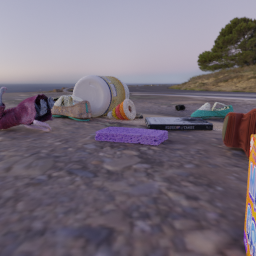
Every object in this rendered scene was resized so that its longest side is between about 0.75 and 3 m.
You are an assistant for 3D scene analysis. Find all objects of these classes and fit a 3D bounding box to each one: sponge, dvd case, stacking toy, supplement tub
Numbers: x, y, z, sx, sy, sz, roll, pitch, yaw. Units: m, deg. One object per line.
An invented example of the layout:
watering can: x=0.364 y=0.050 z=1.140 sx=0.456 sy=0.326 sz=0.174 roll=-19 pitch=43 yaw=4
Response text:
sponge: x=0.106 y=0.193 z=7.523 sx=1.748 sy=0.261 sz=0.975 roll=3 pitch=10 yaw=22
dvd case: x=1.681 y=-0.157 z=9.701 sx=2.076 sy=0.257 sz=1.560 roll=0 pitch=9 yaw=-1
stacking toy: x=-0.366 y=-0.661 z=11.797 sx=1.229 sy=0.898 sz=0.898 roll=-14 pitch=1 yaw=29
supplement tub: x=-1.165 y=-1.551 z=13.302 sx=1.870 sy=1.870 sz=2.589 roll=4 pitch=10 yaw=24

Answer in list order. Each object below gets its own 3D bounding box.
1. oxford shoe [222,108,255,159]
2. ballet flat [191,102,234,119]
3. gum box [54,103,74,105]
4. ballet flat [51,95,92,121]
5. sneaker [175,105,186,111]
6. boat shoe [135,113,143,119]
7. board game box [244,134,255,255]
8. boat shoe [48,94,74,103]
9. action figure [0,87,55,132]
oxford shoe: x=2.831 y=0.147 z=5.471 sx=1.107 sy=1.042 sz=2.959 roll=6 pitch=10 yaw=-1
ballet flat: x=3.598 y=-0.750 z=12.006 sx=1.980 sy=0.697 sz=0.667 roll=-2 pitch=8 yaw=-11
gum box: x=-3.331 y=-0.997 z=14.289 sx=1.961 sy=0.437 sz=1.666 roll=-3 pitch=11 yaw=-13
ballet flat: x=-2.539 y=-0.923 z=12.196 sx=2.919 sy=0.982 sz=0.994 roll=8 pitch=12 yaw=43
sneaker: x=2.988 y=-1.164 z=15.771 sx=0.562 sy=0.324 sz=1.078 roll=-5 pitch=6 yaw=0
boat shoe: x=0.348 y=-0.503 z=12.204 sx=0.811 sy=0.295 sz=0.254 roll=3 pitch=-35 yaw=51
board game box: x=1.447 y=0.676 z=1.928 sx=1.061 sy=1.060 sz=1.060 roll=3 pitch=10 yaw=16
boat shoe: x=-3.725 y=-1.411 z=15.995 sx=2.322 sy=0.868 sz=0.794 roll=-11 pitch=15 yaw=-11
action figure: x=-3.558 y=-0.316 z=9.093 sx=2.359 sy=1.757 sz=1.580 roll=-17 pitch=-23 yaw=5
